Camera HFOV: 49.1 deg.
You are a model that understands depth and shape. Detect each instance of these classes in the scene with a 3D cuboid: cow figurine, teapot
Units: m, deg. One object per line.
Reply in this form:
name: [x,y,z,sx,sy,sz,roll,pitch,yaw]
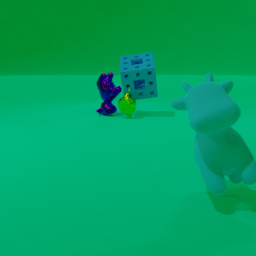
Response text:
cow figurine: [1.161,0.112,3.800,0.828,1.484,1.508,-20,-11,6]
cow figurine: [-0.882,-1.308,11.272,0.827,1.506,1.482,-15,-20,-41]
teapot: [0.015,-0.928,10.608,0.731,1.176,0.576,11,29,31]

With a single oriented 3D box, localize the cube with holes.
cube with holes: [0.433,-2.037,11.071,1.302,1.302,1.302,-7,40,5]
